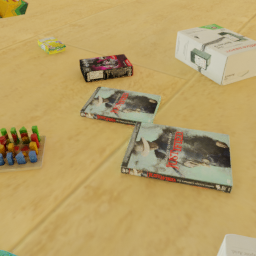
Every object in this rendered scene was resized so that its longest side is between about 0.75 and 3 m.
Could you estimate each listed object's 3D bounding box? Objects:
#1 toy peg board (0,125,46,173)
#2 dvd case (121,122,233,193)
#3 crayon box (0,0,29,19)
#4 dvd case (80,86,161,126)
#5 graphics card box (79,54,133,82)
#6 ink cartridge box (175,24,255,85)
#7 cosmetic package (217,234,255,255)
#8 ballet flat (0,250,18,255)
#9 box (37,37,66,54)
[{"bbox_3d":[-2.655,0.447,6.775,1.142,0.559,1.137,-5,38,-6],"label":"toy peg board"},{"bbox_3d":[1.218,0.606,6.810,2.461,0.271,1.796,8,39,11],"label":"dvd case"},{"bbox_3d":[-2.124,-2.076,4.571,0.628,0.251,0.989,28,25,-10],"label":"crayon box"},{"bbox_3d":[-0.177,-0.671,8.460,2.117,0.233,1.545,10,39,13],"label":"dvd case"},{"bbox_3d":[-0.807,-2.210,10.231,1.793,0.456,1.125,-11,40,-12],"label":"graphics card box"},{"bbox_3d":[3.372,-2.837,10.464,1.965,1.132,2.693,-19,42,-23],"label":"ink cartridge box"},{"bbox_3d":[1.796,2.814,3.458,1.332,0.970,2.621,8,38,10],"label":"cosmetic package"},{"bbox_3d":[-2.674,2.691,3.531,1.005,1.050,2.983,26,45,29],"label":"ballet flat"},{"bbox_3d":[-3.249,-3.529,12.020,0.785,0.324,1.338,-23,41,-27],"label":"box"}]
